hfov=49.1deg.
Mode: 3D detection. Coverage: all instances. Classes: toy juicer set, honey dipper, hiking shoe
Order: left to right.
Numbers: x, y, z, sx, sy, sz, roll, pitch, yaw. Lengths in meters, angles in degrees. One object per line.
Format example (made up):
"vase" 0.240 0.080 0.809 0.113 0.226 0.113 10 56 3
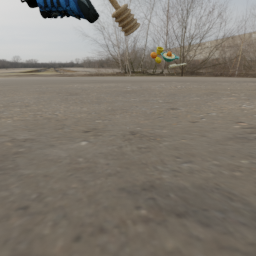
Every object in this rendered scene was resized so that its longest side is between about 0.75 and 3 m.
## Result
"hiking shoe" -1.811 -3.288 7.627 2.512 1.089 0.935 38 -1 28
"honey dipper" -0.428 -2.332 4.469 0.347 1.827 0.347 -31 26 16
"toy juicer set" 1.331 -2.419 9.616 1.225 0.333 0.779 35 48 24
